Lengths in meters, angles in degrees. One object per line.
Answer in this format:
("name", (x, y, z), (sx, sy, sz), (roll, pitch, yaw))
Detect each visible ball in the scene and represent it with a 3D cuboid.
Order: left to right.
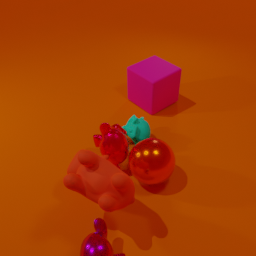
("ball", (0.538, 0.755, 6.354), (1.066, 1.066, 1.066), (0, 39, 0))

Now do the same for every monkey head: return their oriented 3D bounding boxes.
("monkey head", (-0.407, 2.202, 4.817), (0.844, 0.707, 1.174), (5, 42, -9))
("monkey head", (-0.462, 0.414, 6.704), (1.005, 1.397, 0.842), (-3, 24, 19))
("monkey head", (0.162, 0.119, 7.501), (0.856, 0.717, 1.190), (-23, 49, 28))

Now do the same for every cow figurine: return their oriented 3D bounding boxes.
("cow figurine", (-0.537, 1.003, 5.499), (1.723, 1.696, 0.946), (28, 83, 23))

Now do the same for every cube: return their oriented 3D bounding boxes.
("cube", (0.801, -1.370, 8.831), (1.201, 1.201, 1.201), (-30, 49, -28))
